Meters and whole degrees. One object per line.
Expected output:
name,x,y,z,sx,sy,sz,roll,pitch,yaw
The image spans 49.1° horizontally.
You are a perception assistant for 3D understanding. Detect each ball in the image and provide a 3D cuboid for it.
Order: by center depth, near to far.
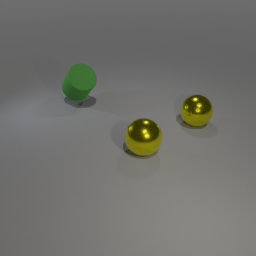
ball,0.570,0.326,10.344,1.400,1.400,1.400,0,31,0
ball,2.987,-0.759,12.207,1.400,1.400,1.400,0,31,0

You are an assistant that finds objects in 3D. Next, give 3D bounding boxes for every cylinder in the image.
cylinder,-2.384,-2.202,13.594,1.400,1.400,1.400,-18,-6,-28
